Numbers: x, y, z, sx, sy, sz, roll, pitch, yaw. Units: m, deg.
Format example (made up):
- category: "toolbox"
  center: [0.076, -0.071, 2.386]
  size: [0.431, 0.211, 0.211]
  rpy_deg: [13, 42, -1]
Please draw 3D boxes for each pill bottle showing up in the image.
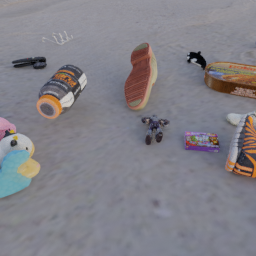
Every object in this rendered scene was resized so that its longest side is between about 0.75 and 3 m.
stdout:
- category: "pill bottle"
  center: [-1.872, -0.999, 7.846]
  size: [0.940, 0.940, 1.770]
  rpy_deg: [7, 39, 10]

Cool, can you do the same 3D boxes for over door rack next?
- category: "over door rack"
  center: [-3.338, -4.285, 13.201]
  size: [1.191, 0.397, 0.880]
  rpy_deg: [15, 39, 20]

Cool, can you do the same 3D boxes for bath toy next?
- category: "bath toy"
  center: [-3.144, 0.256, 6.571]
  size: [1.280, 1.088, 2.944]
  rpy_deg: [-26, 43, -31]

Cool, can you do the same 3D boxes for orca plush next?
- category: "orca plush"
  center: [2.758, -2.802, 11.138]
  size: [0.712, 0.481, 1.353]
  rpy_deg: [-3, 37, -3]

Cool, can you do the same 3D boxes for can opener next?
- category: "can opener"
  center: [-3.825, -2.555, 10.864]
  size: [1.327, 0.421, 0.522]
  rpy_deg: [-1, 38, -3]

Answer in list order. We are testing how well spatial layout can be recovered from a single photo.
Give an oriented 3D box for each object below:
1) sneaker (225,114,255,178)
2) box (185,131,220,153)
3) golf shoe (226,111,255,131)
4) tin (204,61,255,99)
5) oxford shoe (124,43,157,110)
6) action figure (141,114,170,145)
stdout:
- category: "sneaker"
  center: [3.027, 0.478, 6.694]
  size: [1.054, 0.730, 1.882]
  rpy_deg: [18, 51, 16]
- category: "box"
  center: [1.886, 0.349, 7.194]
  size: [0.842, 0.165, 0.576]
  rpy_deg: [5, 37, 6]
- category: "golf shoe"
  center: [3.336, -0.285, 7.723]
  size: [1.165, 0.566, 0.456]
  rpy_deg: [17, 43, 24]
- category: "tin"
  center: [4.050, -1.637, 9.552]
  size: [2.854, 0.598, 1.598]
  rpy_deg: [14, 43, 18]
- category: "oxford shoe"
  center: [0.584, -1.570, 9.103]
  size: [0.963, 1.004, 2.721]
  rpy_deg: [-12, 51, 32]
- category: "action figure"
  center: [0.733, -0.058, 7.549]
  size: [0.801, 0.427, 1.231]
  rpy_deg: [-1, 33, 8]
